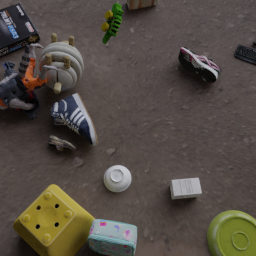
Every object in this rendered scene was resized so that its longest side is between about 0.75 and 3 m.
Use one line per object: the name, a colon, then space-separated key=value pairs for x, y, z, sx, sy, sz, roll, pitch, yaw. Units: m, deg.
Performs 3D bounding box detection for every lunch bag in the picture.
lunch bag: x=-0.470 y=3.253 z=8.126 sx=1.424 sy=1.775 sz=0.684 roll=7 pitch=54 yaw=3

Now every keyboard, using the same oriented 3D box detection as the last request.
keyboard: x=5.667 y=-3.235 z=12.118 sx=1.874 sy=0.193 sz=1.191 roll=23 pitch=66 yaw=10

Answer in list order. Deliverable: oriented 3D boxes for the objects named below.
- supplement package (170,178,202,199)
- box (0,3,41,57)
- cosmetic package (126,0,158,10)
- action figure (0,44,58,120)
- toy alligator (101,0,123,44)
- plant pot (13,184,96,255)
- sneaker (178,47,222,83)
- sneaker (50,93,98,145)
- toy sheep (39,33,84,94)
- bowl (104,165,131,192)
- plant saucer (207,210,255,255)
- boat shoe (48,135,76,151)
supplement package: x=1.910 y=2.025 z=9.359 sx=0.912 sy=0.553 sz=0.546 roll=-4 pitch=64 yaw=-2
box: x=-5.381 y=-4.376 z=12.478 sx=2.217 sy=0.555 sz=2.234 roll=-28 pitch=68 yaw=-12
cosmetic package: x=0.679 y=-6.179 z=13.238 sx=1.431 sy=0.740 sz=0.625 roll=-15 pitch=67 yaw=-5
action figure: x=-4.192 y=-1.923 z=10.514 sx=2.851 sy=1.542 sz=2.947 roll=-46 pitch=69 yaw=13
toy alligator: x=-0.418 y=-3.949 z=9.919 sx=0.550 sy=0.601 sz=2.028 roll=24 pitch=97 yaw=39
plant pot: x=-2.155 y=2.786 z=8.179 sx=1.874 sy=1.917 sz=1.861 roll=36 pitch=66 yaw=15
sneaker: x=2.995 y=-2.674 z=11.633 sx=1.995 sy=0.801 sz=0.861 roll=44 pitch=58 yaw=12
sneaker: x=-2.022 y=-0.176 z=10.255 sx=1.281 sy=0.828 sz=2.361 roll=-20 pitch=59 yaw=-15
toy sheep: x=-2.578 y=-2.396 z=10.795 sx=1.887 sy=1.887 sz=2.737 roll=4 pitch=51 yaw=2
bowl: x=-0.362 y=1.681 z=9.599 sx=0.966 sy=0.434 sz=0.966 roll=0 pitch=65 yaw=0
plant saucer: x=3.476 y=3.548 z=8.770 sx=1.935 sy=0.301 sz=1.935 roll=0 pitch=64 yaw=1
boat shoe: x=-2.413 y=0.644 z=10.159 sx=1.109 sy=0.413 sz=0.407 roll=20 pitch=75 yaw=19
